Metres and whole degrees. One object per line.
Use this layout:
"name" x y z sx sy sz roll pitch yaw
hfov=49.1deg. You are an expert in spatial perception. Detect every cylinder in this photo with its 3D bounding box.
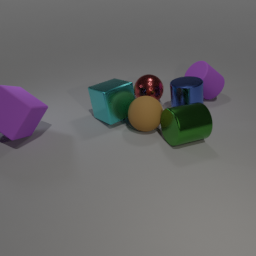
"cylinder" 2.564 -1.367 12.190 1.400 1.400 1.400 -7 28 3
"cylinder" 2.120 -0.154 10.297 1.400 1.400 1.400 -11 32 -19
"cylinder" 3.661 -2.283 13.487 1.400 1.400 1.400 27 15 -32

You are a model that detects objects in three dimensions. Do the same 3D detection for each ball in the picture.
"ball" 0.693 -0.562 11.032 1.400 1.400 1.400 0 30 0
"ball" 0.979 -1.822 13.206 1.400 1.400 1.400 0 30 0

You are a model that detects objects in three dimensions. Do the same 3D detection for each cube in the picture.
"cube" -0.637 -1.149 11.715 1.400 1.400 1.400 -24 28 -28
"cube" -4.065 -0.576 10.188 1.400 1.400 1.400 34 9 4
